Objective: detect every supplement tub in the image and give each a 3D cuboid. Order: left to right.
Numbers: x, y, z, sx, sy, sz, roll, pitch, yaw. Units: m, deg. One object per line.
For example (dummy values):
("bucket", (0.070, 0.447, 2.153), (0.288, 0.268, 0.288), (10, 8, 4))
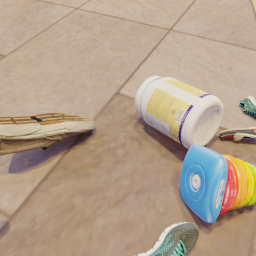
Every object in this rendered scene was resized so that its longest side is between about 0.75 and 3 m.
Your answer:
("supplement tub", (1.166, -0.434, 6.710), (1.319, 1.319, 1.815), (-32, 45, -26))

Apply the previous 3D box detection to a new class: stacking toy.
("stacking toy", (2.294, 1.112, 5.601), (2.233, 1.296, 1.226), (6, 10, -19))

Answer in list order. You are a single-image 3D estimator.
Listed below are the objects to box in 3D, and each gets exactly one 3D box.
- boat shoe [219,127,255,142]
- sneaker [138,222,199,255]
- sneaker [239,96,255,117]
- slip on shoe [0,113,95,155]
("boat shoe", (2.763, 0.175, 6.889), (0.993, 0.354, 0.311), (-6, 80, 8))
("sneaker", (0.678, 2.180, 4.619), (1.588, 0.724, 0.616), (-32, 98, -24))
("sneaker", (3.346, -0.485, 7.594), (0.417, 0.355, 0.914), (-17, 42, 0))
("slip on shoe", (-1.883, 0.129, 6.456), (0.939, 0.748, 2.471), (20, 19, 40))
